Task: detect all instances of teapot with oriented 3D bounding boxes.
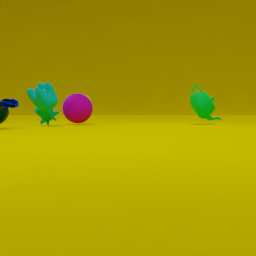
[{"bbox_3d":[3.139,-0.939,11.446,0.901,1.839,1.144,-30,-11,6],"label":"teapot"}]

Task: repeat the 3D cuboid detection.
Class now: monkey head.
[{"bbox_3d":[-3.876,-0.564,7.688,1.532,1.102,0.923,-28,-3,-8],"label":"monkey head"}]

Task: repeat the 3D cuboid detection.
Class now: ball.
[{"bbox_3d":[-1.965,-0.766,10.950,1.169,1.169,1.169,0,3,0],"label":"ball"}]

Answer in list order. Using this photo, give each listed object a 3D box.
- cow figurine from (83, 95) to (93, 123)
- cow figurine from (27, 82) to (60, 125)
[{"bbox_3d":[-2.019,-0.848,12.302,0.648,1.181,1.162,37,-2,22],"label":"cow figurine"},{"bbox_3d":[-2.851,-0.798,9.787,0.850,1.524,1.549,-38,26,-29],"label":"cow figurine"}]
